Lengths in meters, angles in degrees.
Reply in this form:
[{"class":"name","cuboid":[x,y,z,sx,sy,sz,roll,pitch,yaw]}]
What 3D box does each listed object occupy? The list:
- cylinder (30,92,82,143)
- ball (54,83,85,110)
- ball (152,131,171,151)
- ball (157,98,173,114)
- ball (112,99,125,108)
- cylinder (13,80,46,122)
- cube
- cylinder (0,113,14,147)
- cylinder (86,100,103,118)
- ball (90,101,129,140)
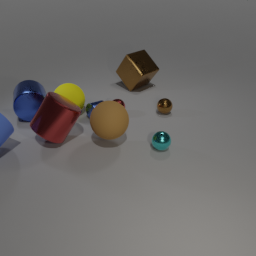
[{"class":"cylinder","cuboid":[-2.639,-0.384,10.274,1.400,1.400,1.400,32,10,-7]},{"class":"ball","cuboid":[-2.585,-1.256,12.265,1.400,1.400,1.400,0,31,0]},{"class":"ball","cuboid":[1.198,0.458,10.046,0.700,0.700,0.700,0,31,0]},{"class":"ball","cuboid":[1.631,-0.978,12.457,0.700,0.700,0.700,0,31,0]},{"class":"ball","cuboid":[-0.467,-0.945,12.418,0.700,0.700,0.700,0,31,0]},{"class":"cylinder","cuboid":[-4.234,-1.201,12.165,1.400,1.400,1.400,-10,32,-16]},{"class":"cube","cuboid":[0.488,-3.028,14.730,1.400,1.400,1.400,-27,77,-38]},{"class":"cylinder","cuboid":[-4.879,0.171,9.465,1.400,1.400,1.400,16,56,26]},{"class":"cylinder","cuboid":[-1.344,-0.792,12.096,0.700,0.700,0.700,-20,36,-40]},{"class":"ball","cuboid":[-0.661,-0.280,10.028,1.400,1.400,1.400,0,31,0]}]
